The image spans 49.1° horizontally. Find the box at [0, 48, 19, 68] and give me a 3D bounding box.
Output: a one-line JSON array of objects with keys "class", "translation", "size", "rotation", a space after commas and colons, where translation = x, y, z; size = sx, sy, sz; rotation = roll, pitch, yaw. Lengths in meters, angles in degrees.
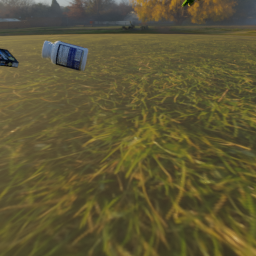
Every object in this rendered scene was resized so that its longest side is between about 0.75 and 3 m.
[{"class": "box", "translation": [-3.510, -1.966, 7.764], "size": [0.642, 0.186, 0.808], "rotation": [-5, 40, -48]}]

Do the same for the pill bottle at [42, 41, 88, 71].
[{"class": "pill bottle", "translation": [-2.308, -2.684, 10.298], "size": [1.558, 0.866, 0.866], "rotation": [13, 21, -9]}]

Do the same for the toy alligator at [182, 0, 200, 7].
[{"class": "toy alligator", "translation": [2.432, -4.706, 9.753], "size": [1.315, 0.436, 0.316], "rotation": [-22, 45, 39]}]
